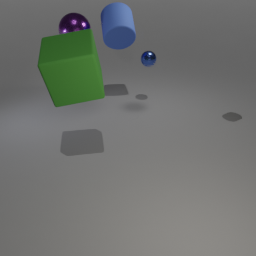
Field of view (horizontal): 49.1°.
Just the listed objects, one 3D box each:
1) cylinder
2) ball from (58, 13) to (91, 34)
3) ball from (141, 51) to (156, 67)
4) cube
[{"bbox_3d":[-0.436,-4.397,12.143,1.400,1.400,1.400,-4,65,-8],"label":"cylinder"},{"bbox_3d":[-2.310,-4.271,12.193,1.400,1.400,1.400,0,29,0],"label":"ball"},{"bbox_3d":[0.914,-3.075,12.460,0.700,0.700,0.700,0,29,0],"label":"ball"},{"bbox_3d":[-1.487,-1.629,7.615,1.400,1.400,1.400,-11,46,0],"label":"cube"}]
